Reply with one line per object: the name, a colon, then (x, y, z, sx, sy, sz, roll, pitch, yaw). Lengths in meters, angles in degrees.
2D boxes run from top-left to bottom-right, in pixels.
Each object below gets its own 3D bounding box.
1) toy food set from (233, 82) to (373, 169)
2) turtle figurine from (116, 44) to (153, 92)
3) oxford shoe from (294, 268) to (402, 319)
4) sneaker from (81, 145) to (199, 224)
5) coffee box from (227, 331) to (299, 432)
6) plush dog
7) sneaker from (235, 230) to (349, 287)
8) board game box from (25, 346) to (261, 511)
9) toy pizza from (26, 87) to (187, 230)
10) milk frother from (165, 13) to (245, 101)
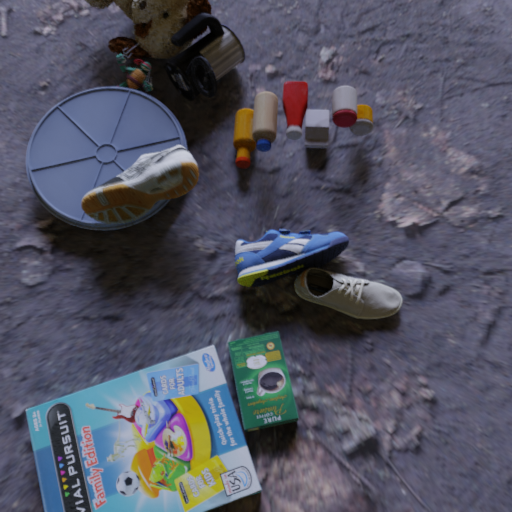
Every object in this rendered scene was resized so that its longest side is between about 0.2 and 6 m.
toy food set: (0.836, -2.257, 9.979, 2.546, 1.216, 1.146, 2, 67, 3)
turtle figurine: (-2.313, -3.335, 10.665, 0.895, 0.602, 1.196, 36, 94, 7)
oxford shoe: (1.503, 0.599, 9.110, 1.778, 0.513, 0.668, 13, 64, 4)
sneaker: (-1.949, -1.218, 9.436, 2.030, 0.768, 0.890, -20, 45, 1)
coffee box: (0.093, 1.927, 8.626, 0.857, 0.307, 1.395, -12, 66, -5)
plush dog: (-1.928, -4.956, 11.101, 2.558, 2.053, 2.198, -16, 79, 26)
sneaker: (0.564, -0.135, 9.318, 1.990, 0.736, 0.818, -14, 64, -8)
board game box: (-1.609, 2.801, 8.044, 2.851, 0.669, 2.152, -18, 67, -8)
toy pizza: (-2.657, -1.754, 10.093, 2.842, 0.450, 2.842, 1, 72, -2)
milk frother: (-0.788, -3.611, 10.489, 1.356, 1.301, 1.441, -42, 70, -13)
